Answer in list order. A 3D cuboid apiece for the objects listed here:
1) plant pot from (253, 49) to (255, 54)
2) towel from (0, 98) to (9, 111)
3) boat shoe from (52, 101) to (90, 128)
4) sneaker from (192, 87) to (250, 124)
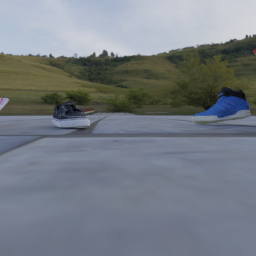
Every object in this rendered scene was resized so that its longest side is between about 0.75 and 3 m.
[{"bbox_3d":[5.128,-1.774,7.964,1.892,2.145,2.147,-35,10,28],"label":"plant pot"},{"bbox_3d":[-4.065,-0.458,7.831,1.379,0.206,1.009,0,48,34],"label":"towel"},{"bbox_3d":[-1.561,-0.382,7.442,0.706,0.669,2.020,-4,6,-25],"label":"boat shoe"},{"bbox_3d":[3.009,-0.763,9.289,1.968,1.095,0.755,-8,-7,-4],"label":"sneaker"}]
